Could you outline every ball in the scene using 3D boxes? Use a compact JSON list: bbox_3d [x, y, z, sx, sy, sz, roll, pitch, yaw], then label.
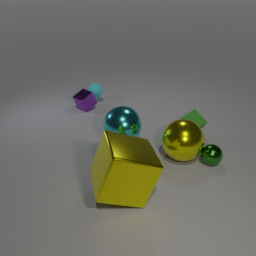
[{"bbox_3d":[1.817,0.397,9.256,1.400,1.400,1.400,0,28,0],"label":"ball"},{"bbox_3d":[-0.204,-0.103,10.201,1.400,1.400,1.400,0,28,0],"label":"ball"},{"bbox_3d":[-1.595,-1.825,13.648,0.700,0.700,0.700,0,28,0],"label":"ball"},{"bbox_3d":[2.742,0.877,9.179,0.700,0.700,0.700,0,28,0],"label":"ball"}]

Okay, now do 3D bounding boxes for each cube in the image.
[{"bbox_3d":[-0.106,1.101,7.573,1.400,1.400,1.400,13,24,-21],"label":"cube"},{"bbox_3d":[-1.992,-1.283,12.938,0.700,0.700,0.700,24,58,37],"label":"cube"},{"bbox_3d":[2.418,-0.155,10.638,0.700,0.700,0.700,-32,72,-22],"label":"cube"}]
